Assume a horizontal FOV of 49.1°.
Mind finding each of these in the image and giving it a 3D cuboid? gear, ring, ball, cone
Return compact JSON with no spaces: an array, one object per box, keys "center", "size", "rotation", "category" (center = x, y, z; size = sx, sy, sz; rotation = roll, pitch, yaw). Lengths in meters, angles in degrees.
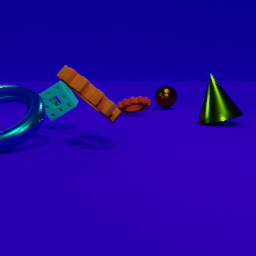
[{"center":[-0.793,-0.679,5.800],"size":[1.483,0.274,1.483],"rotation":[39,-4,3],"category":"gear"},{"center":[0.218,-0.880,10.970],"size":[1.285,0.238,1.285],"rotation":[-9,-15,-2],"category":"gear"},{"center":[-2.798,-0.247,6.085],"size":[1.991,0.398,1.991],"rotation":[-1,45,1],"category":"ring"},{"center":[1.753,-1.455,13.035],"size":[1.066,1.066,1.066],"rotation":[0,10,0],"category":"ball"},{"center":[2.809,-1.015,9.010],"size":[1.459,1.464,1.459],"rotation":[-13,6,1],"category":"cone"}]

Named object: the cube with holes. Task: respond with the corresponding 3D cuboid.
[{"center":[-2.045,-0.824,8.151],"size":[0.809,0.809,0.809],"rotation":[-31,15,5],"category":"cube with holes"}]
